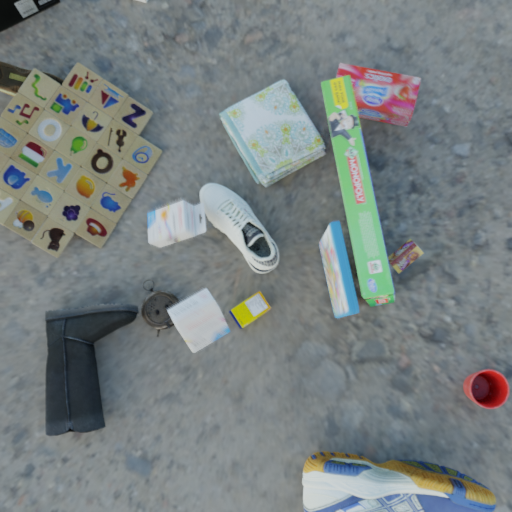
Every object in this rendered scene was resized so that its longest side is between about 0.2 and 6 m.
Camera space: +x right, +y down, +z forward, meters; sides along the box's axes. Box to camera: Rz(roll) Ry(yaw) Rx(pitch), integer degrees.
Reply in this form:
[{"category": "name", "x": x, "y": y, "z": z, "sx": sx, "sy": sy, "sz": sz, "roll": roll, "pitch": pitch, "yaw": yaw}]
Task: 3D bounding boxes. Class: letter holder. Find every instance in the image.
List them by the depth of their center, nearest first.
[{"category": "letter holder", "x": -5.423, "y": -5.751, "z": 11.869, "sx": 1.886, "sy": 0.948, "sz": 1.340, "roll": -30, "pitch": 79, "yaw": -5}]

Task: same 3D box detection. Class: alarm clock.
[{"category": "alarm clock", "x": -1.910, "y": 0.953, "z": 10.947, "sx": 0.752, "sy": 0.371, "sz": 1.115, "roll": -29, "pitch": 78, "yaw": -5}]

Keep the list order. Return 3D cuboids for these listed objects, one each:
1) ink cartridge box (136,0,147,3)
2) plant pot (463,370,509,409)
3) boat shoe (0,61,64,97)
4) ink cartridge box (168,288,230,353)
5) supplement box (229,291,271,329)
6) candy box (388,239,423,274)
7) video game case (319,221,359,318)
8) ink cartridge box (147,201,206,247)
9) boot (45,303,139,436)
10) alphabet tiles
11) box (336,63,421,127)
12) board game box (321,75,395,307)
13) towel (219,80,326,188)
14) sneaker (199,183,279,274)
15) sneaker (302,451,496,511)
[{"category": "ink cartridge box", "x": -2.554, "y": -5.984, "z": 12.218, "sx": 0.555, "sy": 0.313, "sz": 0.756, "roll": 17, "pitch": 80, "yaw": 3}, {"category": "plant pot", "x": 4.250, "y": 2.479, "z": 10.507, "sx": 0.726, "sy": 0.643, "sz": 0.726, "roll": 0, "pitch": 80, "yaw": 0}, {"category": "boat shoe", "x": -4.593, "y": -3.451, "z": 11.553, "sx": 2.030, "sy": 0.773, "sz": 0.728, "roll": 20, "pitch": 84, "yaw": -20}, {"category": "ink cartridge box", "x": -0.986, "y": 1.058, "z": 9.513, "sx": 0.771, "sy": 1.339, "sz": 0.454, "roll": -30, "pitch": 60, "yaw": -9}, {"category": "supplement box", "x": -0.119, "y": 1.059, "z": 10.890, "sx": 0.733, "sy": 0.401, "sz": 0.399, "roll": -33, "pitch": 82, "yaw": -5}, {"category": "candy box", "x": 2.645, "y": -0.004, "z": 9.967, "sx": 0.557, "sy": 0.954, "sz": 0.269, "roll": -42, "pitch": 85, "yaw": 13}, {"category": "video game case", "x": 1.441, "y": 0.323, "z": 10.002, "sx": 0.189, "sy": 2.126, "sz": 1.521, "roll": -11, "pitch": 82, "yaw": 0}, {"category": "ink cartridge box", "x": -1.525, "y": -0.635, "z": 10.670, "sx": 1.106, "sy": 0.375, "sz": 0.637, "roll": -17, "pitch": 68, "yaw": 25}, {"category": "boot", "x": -3.053, "y": 2.111, "z": 10.490, "sx": 1.881, "sy": 0.749, "sz": 2.282, "roll": -8, "pitch": 75, "yaw": 10}, {"category": "alphabet tiles", "x": -3.767, "y": -1.936, "z": 11.210, "sx": 2.979, "sy": 0.113, "sz": 3.580, "roll": 32, "pitch": 81, "yaw": -10}, {"category": "box", "x": 2.381, "y": -3.235, "z": 11.301, "sx": 1.642, "sy": 0.784, "sz": 0.819, "roll": 14, "pitch": 91, "yaw": 8}, {"category": "board game box", "x": 1.901, "y": -0.999, "z": 10.184, "sx": 0.541, "sy": 2.499, "sz": 3.714, "roll": -11, "pitch": 80, "yaw": 12}, {"category": "towel", "x": 0.344, "y": -2.515, "z": 11.537, "sx": 1.600, "sy": 0.450, "sz": 1.869, "roll": -28, "pitch": 81, "yaw": -8}, {"category": "sneaker", "x": -0.306, "y": -0.648, "z": 10.967, "sx": 0.837, "sy": 0.882, "sz": 2.192, "roll": -42, "pitch": 81, "yaw": -5}, {"category": "sneaker", "x": 2.462, "y": 4.448, "z": 9.954, "sx": 3.315, "sy": 1.248, "sz": 1.461, "roll": 4, "pitch": 84, "yaw": 10}]
